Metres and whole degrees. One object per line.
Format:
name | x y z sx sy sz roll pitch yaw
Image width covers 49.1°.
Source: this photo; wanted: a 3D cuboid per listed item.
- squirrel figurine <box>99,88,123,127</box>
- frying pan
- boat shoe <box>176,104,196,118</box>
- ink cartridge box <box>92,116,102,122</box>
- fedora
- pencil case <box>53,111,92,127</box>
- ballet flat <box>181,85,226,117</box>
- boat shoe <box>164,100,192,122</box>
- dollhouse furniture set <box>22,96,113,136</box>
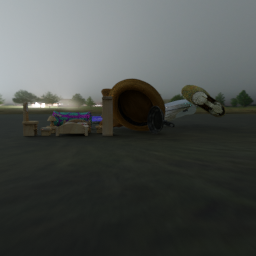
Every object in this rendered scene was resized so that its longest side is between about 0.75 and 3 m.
squirrel figurine | 0.034 -0.573 8.592 1.639 1.160 1.530 -4 -3 14
frying pan | 0.749 -0.231 6.332 0.177 0.658 1.088 1 -13 -28
boat shoe | 2.021 -0.664 11.277 1.546 0.546 0.492 -5 -2 -29
ink cartridge box | -1.119 -0.400 12.510 1.200 0.263 1.211 0 1 35
fedora | 0.261 -0.645 7.097 1.558 1.558 0.636 1 37 18
pencil case | -1.699 -0.251 8.517 1.206 0.513 0.557 1 -28 5
ballet flat | 2.440 -0.826 8.816 1.687 0.596 0.596 28 -7 -21
boat shoe | 1.395 -0.521 9.744 1.809 0.591 0.666 -14 14 24
dollhouse furniture set | -1.310 -0.273 6.426 1.918 0.849 0.994 -1 4 -3
